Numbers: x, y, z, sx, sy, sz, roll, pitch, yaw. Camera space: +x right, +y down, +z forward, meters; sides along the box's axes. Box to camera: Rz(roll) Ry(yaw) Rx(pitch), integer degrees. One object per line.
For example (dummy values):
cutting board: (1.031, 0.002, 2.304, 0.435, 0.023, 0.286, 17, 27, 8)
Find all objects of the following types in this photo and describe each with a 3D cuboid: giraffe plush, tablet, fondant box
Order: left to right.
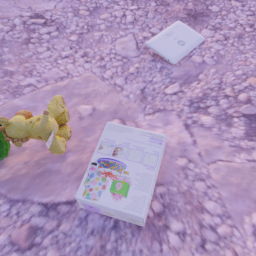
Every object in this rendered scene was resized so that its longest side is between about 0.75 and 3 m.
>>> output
giraffe plush: (-2.277, 0.013, 6.775, 1.349, 1.436, 1.664, -1, 20, 9)
fondant box: (-0.086, 0.983, 6.549, 1.535, 0.620, 2.127, 13, 56, 11)
tablet: (1.746, -3.153, 10.160, 1.341, 0.141, 2.061, 40, 61, 15)

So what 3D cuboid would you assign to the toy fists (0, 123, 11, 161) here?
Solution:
toy fists: (-3.303, 0.545, 6.662, 0.549, 0.814, 1.596, -4, 24, 4)
